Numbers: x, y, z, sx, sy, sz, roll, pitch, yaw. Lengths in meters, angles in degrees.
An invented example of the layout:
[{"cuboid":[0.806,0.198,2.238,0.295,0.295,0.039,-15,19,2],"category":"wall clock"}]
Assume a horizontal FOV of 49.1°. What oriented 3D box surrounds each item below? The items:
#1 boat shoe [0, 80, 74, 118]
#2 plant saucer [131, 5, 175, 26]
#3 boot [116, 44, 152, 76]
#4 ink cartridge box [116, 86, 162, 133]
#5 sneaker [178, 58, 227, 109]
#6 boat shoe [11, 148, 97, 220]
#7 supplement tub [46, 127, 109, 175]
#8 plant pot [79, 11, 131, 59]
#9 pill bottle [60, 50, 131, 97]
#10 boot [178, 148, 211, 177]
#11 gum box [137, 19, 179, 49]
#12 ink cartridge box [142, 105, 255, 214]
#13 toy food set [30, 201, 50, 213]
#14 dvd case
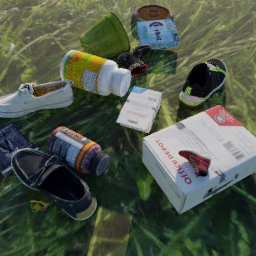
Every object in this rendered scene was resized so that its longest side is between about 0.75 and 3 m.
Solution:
[{"cuboid":[-3.183,-1.064,9.170,2.703,0.944,0.958,-9,50,-7],"category":"boat shoe"},{"cuboid":[1.185,-5.319,13.257,2.054,0.329,2.054,0,48,0],"category":"plant saucer"},{"cuboid":[0.427,-2.608,10.761,1.490,0.545,1.122,-21,51,-13],"category":"boot"},{"cuboid":[0.366,-0.492,8.919,0.991,0.580,1.709,16,51,13],"category":"ink cartridge box"},{"cuboid":[2.716,-1.776,9.618,1.032,1.191,2.877,26,54,21],"category":"sneaker"},{"cuboid":[-1.981,1.262,7.223,2.839,0.884,1.059,31,58,25],"category":"boat shoe"},{"cuboid":[-1.360,0.667,7.725,1.675,0.896,0.896,26,54,20],"category":"supplement tub"},{"cuboid":[-0.976,-3.391,10.891,1.571,1.632,1.632,-30,54,-7],"category":"plant pot"},{"cuboid":[-1.077,-1.823,9.638,2.207,1.225,1.225,19,52,15],"category":"pill bottle"},{"cuboid":[1.506,0.823,6.536,0.794,0.288,0.573,19,55,12],"category":"boot"},{"cuboid":[1.245,-3.971,11.863,1.606,0.358,1.365,-5,60,-2],"category":"gum box"},{"cuboid":[1.942,0.753,7.507,2.632,1.091,1.932,-22,53,-18],"category":"ink cartridge box"},{"cuboid":[-2.155,1.932,6.805,0.455,0.773,0.252,10,70,-12],"category":"toy food set"},{"cuboid":[-3.535,0.594,8.288,1.596,0.127,1.187,35,58,26],"category":"dvd case"}]
